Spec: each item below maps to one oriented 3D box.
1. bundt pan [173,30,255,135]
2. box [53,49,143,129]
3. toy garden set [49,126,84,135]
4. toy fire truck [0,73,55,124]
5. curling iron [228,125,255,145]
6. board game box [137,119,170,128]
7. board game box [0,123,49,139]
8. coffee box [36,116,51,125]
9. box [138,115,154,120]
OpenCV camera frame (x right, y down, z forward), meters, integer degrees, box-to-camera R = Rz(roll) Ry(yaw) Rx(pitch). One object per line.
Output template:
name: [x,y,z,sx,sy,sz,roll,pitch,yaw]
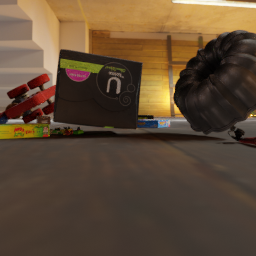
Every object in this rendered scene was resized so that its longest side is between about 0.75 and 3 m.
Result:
bundt pan: [1.839,-1.064,5.812,0.879,2.342,2.342,35,-11,-20]
box: [-0.762,-0.709,6.181,1.630,1.364,2.195,5,1,-13]
toy garden set: [-1.470,0.033,6.017,0.859,0.171,0.716,2,3,8]
toy fire truck: [-4.277,-0.978,11.657,2.878,1.614,2.417,-20,15,21]
curling iron: [1.738,0.152,3.828,0.298,0.154,1.204,37,-1,-11]
board game box: [0.811,-0.152,9.317,0.898,0.251,0.879,2,4,33]
board game box: [-2.083,0.049,5.273,1.041,0.248,0.529,-3,4,-43]
coffee box: [-3.598,-0.336,11.901,0.524,0.366,0.917,-1,3,-21]
box: [0.310,-0.453,13.676,1.764,0.434,1.826,3,3,1]
